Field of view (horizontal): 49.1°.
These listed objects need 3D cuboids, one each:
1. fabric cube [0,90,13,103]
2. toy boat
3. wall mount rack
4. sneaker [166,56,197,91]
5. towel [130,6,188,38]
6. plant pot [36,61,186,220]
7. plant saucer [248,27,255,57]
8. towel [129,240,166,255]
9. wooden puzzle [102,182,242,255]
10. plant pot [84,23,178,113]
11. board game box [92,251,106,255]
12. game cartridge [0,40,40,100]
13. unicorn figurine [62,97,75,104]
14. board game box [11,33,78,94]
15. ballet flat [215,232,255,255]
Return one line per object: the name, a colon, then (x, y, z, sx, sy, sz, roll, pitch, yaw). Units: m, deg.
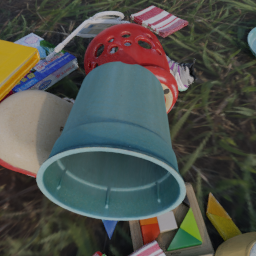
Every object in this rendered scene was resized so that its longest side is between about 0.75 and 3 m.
fabric cube: (-3.940, -0.344, 6.797, 2.076, 2.083, 2.043, -32, 56, -24)
toy boat: (-1.797, 0.448, 6.404, 2.862, 1.871, 1.868, 28, 50, -31)
wall mount rack: (-1.257, -2.733, 8.660, 2.398, 1.029, 2.760, -8, 6, -24)
sneaker: (1.644, -1.891, 8.570, 1.314, 0.919, 0.511, 56, 37, 5)
towel: (1.244, -4.415, 11.407, 1.432, 0.226, 1.988, -35, 58, -27)
plant pot: (-0.193, 0.158, 5.241, 2.372, 2.372, 2.323, 3, 49, 3)
plant saucer: (5.706, -2.799, 9.945, 2.919, 0.400, 2.919, 0, 51, 0)
towel: (0.451, 2.890, 5.061, 1.020, 0.209, 1.394, -21, 54, -22)
wooden puzzle: (0.853, 1.985, 6.000, 2.768, 0.324, 1.867, -14, 51, -11)
plant pot: (0.075, -1.240, 7.444, 2.262, 2.262, 2.059, -10, 53, -8)
board game box: (-0.209, 3.248, 4.992, 2.058, 0.309, 0.983, 35, 58, 29)
game cartridge: (-3.446, -1.307, 6.096, 2.300, 0.373, 2.028, 15, 50, 14)
unicorn figurine: (-1.565, -0.419, 7.859, 0.985, 0.530, 1.434, 14, 50, 9)
board game box: (-3.309, -2.067, 9.268, 2.331, 0.481, 2.337, 31, 57, 24)
ballet flat: (3.116, 2.406, 5.195, 2.860, 0.902, 0.982, -1, 65, 0)
